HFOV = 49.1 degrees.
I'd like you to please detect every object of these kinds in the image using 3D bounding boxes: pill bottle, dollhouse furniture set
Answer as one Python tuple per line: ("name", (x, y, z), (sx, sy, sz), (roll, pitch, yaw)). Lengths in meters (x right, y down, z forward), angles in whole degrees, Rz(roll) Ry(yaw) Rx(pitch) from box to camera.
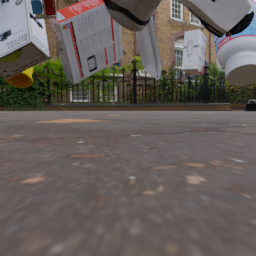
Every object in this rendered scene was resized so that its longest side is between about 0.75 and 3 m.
("pill bottle", (3.587, -2.822, 9.085), (1.485, 2.731, 1.485), (1, -26, 1))
("dollhouse furniture set", (-1.564, -2.782, 5.631), (0.826, 1.179, 0.831), (-7, 34, -10))

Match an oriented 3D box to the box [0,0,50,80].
("box", (-3.015, -2.708, 7.501), (1.452, 2.490, 0.749), (-20, -26, 13))

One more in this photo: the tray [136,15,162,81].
("tray", (0.410, -2.221, 6.431), (0.234, 2.108, 1.132), (-20, 28, -8))

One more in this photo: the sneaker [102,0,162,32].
("sneaker", (-0.266, -2.705, 4.513), (2.339, 0.879, 1.344), (32, -33, -23))

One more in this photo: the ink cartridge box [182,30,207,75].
("ink cartridge box", (2.196, -2.451, 9.239), (0.525, 1.268, 0.929), (4, -1, 29))

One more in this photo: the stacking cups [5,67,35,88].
("stacking cups", (-3.226, -2.572, 8.804), (0.799, 2.641, 0.799), (-1, -27, 0))

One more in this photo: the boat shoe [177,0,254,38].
("boat shoe", (1.288, -2.708, 5.539), (0.923, 2.471, 1.146), (-44, 1, 12))

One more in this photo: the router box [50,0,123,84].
("router box", (-1.384, -3.262, 10.357), (2.434, 2.712, 0.663), (-33, 59, -21))
